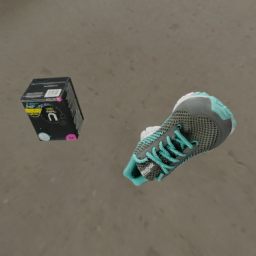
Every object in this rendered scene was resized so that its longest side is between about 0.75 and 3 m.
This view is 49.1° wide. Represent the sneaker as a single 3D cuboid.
[{"bbox_3d":[0.705,0.387,4.691,1.014,2.615,1.193,41,60,0],"label":"sneaker"}]

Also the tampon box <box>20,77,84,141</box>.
[{"bbox_3d":[-1.412,-0.347,5.405,0.798,1.065,0.672,-2,42,10],"label":"tampon box"}]
